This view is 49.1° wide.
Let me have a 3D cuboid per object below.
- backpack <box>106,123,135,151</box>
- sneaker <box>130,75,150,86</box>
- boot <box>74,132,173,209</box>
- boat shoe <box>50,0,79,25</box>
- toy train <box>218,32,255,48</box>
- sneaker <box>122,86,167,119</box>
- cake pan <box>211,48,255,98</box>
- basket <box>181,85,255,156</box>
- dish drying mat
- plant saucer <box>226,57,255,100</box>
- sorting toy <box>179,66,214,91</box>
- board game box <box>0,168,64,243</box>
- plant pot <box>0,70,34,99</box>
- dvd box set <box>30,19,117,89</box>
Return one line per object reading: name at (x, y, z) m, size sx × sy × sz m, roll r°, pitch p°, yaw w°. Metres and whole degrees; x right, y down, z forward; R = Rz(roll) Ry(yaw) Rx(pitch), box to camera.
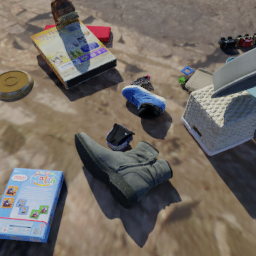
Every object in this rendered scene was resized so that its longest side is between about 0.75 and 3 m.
backpack at (-0.284, 0.322, 8.174) m, size 0.755 × 0.582 × 0.719 m, roll 28°, pitch 50°, yaw 28°
sneaker at (0.433, -1.704, 10.059) m, size 0.775 × 0.289 × 0.312 m, roll -20°, pitch 53°, yaw -15°
boot at (-0.151, 0.829, 7.691) m, size 1.694 × 0.878 × 2.593 m, roll -33°, pitch 64°, yaw -30°
boat shoe at (-2.643, -4.849, 11.508) m, size 1.028 × 0.964 × 2.856 m, roll -24°, pitch 24°, yaw -8°
toy train at (4.864, -3.634, 11.620) m, size 2.256 × 0.385 × 0.517 m, roll -10°, pitch 54°, yaw -7°
sneaker at (0.399, -0.802, 9.086) m, size 1.594 × 0.612 × 0.887 m, roll 25°, pitch 45°, yaw 11°
cake pan at (3.262, -1.448, 6.520) m, size 2.876 × 2.876 × 0.528 m, roll -17°, pitch 84°, yaw -14°
basket at (2.724, -0.360, 8.268) m, size 1.656 × 1.332 × 1.641 m, roll -21°, pitch 54°, yaw -14°
dish drying mat at (-2.205, -4.092, 12.094) m, size 2.882 × 0.262 × 1.107 m, roll 1°, pitch 50°, yaw 2°
plant saucer at (4.383, -1.440, 9.350) m, size 2.674 × 0.366 × 2.674 m, roll 13°, pitch 43°, yaw -13°
sorting toy at (2.723, -1.573, 9.978) m, size 1.974 × 0.269 × 1.111 m, roll 27°, pitch 59°, yaw 21°
board game box at (-2.486, 1.868, 7.030) m, size 1.354 × 0.328 × 1.791 m, roll 4°, pitch 50°, yaw 3°
plant pot at (-4.168, -1.621, 10.048) m, size 1.507 × 0.207 × 1.507 m, roll 0°, pitch 49°, yaw 0°
dvd box set at (-2.138, -2.979, 10.834) m, size 2.190 × 0.440 × 2.994 m, roll -30°, pitch 61°, yaw -20°
